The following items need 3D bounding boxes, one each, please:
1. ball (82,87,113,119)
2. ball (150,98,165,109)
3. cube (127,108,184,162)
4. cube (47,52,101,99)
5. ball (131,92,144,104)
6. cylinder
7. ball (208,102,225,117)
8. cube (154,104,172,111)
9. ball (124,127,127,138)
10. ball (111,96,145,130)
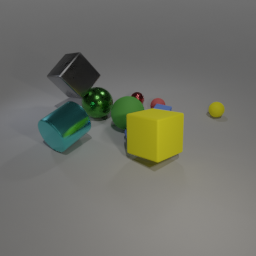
[{"bbox_3d":[-1.359,-1.120,12.463,1.400,1.400,1.400,0,30,0],"label":"ball"},{"bbox_3d":[1.388,-1.046,13.020,0.700,0.700,0.700,0,30,0],"label":"ball"},{"bbox_3d":[0.922,0.185,9.541,1.400,1.400,1.400,-15,20,-43],"label":"cube"},{"bbox_3d":[-2.356,-2.264,12.168,1.400,1.400,1.400,14,64,51],"label":"cube"},{"bbox_3d":[0.446,-1.409,13.683,0.700,0.700,0.700,0,30,0],"label":"ball"},{"bbox_3d":[-2.328,-0.062,10.348,1.400,1.400,1.400,21,46,32],"label":"cylinder"},{"bbox_3d":[3.989,-0.830,12.625,0.700,0.700,0.700,0,30,0],"label":"ball"},{"bbox_3d":[1.445,-0.550,12.123,0.700,0.700,0.700,13,33,17],"label":"cube"},{"bbox_3d":[0.213,0.172,10.899,0.700,0.700,0.700,0,30,0],"label":"ball"},{"bbox_3d":[-0.005,-0.609,11.531,1.400,1.400,1.400,0,30,0],"label":"ball"}]
